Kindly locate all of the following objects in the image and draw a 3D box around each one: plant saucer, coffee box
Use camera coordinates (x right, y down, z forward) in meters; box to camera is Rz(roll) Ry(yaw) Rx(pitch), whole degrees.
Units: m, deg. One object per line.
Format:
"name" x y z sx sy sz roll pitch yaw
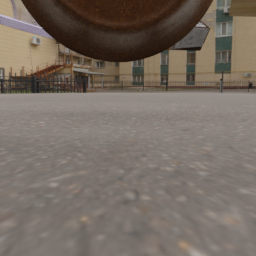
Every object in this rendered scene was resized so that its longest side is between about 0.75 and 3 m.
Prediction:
"plant saucer" -0.108 -2.306 3.467 2.972 2.972 0.544 -1 19 -4
"coffee box" 1.560 -3.532 10.170 2.337 0.932 1.337 -6 46 -23

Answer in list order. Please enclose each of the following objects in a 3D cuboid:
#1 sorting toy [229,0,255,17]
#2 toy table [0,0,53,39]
"sorting toy" 3.366 -3.604 7.711 0.966 0.960 0.336 8 32 17
"toy table" -3.233 -4.007 9.429 2.351 1.498 2.558 24 18 21
